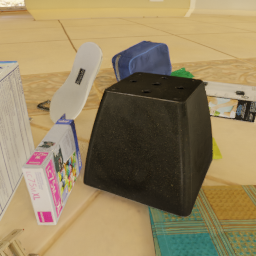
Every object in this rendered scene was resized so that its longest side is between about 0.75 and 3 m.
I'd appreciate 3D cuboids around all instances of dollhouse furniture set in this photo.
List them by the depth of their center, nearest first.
[{"bbox_3d":[-2.046,2.111,4.707,0.825,0.582,0.578,-17,14,38],"label":"dollhouse furniture set"}]

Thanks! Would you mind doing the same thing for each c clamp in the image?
[{"bbox_3d":[-2.762,-0.850,10.476,1.159,0.157,0.990,11,35,17],"label":"c clamp"}]

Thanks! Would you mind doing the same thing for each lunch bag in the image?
[{"bbox_3d":[0.604,-2.718,11.922,2.408,1.636,1.593,-31,35,-24],"label":"lunch bag"}]

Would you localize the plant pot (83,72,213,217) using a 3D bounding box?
[{"bbox_3d":[0.563,0.042,6.177,2.416,2.143,2.410,11,28,24],"label":"plant pot"}]

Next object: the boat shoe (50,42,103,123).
[{"bbox_3d":[-1.609,-1.395,9.145,1.009,2.847,0.994,26,10,4],"label":"boat shoe"}]

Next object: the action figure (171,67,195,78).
[{"bbox_3d":[1.895,-2.170,12.509,1.870,0.511,1.104,-18,34,-17],"label":"action figure"}]

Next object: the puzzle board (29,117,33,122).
[{"bbox_3d":[-4.362,-0.006,8.856,2.152,0.187,1.622,5,28,9],"label":"puzzle board"}]

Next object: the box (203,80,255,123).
[{"bbox_3d":[3.232,-1.054,10.120,2.661,0.800,1.552,10,30,17],"label":"box"}]

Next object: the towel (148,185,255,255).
[{"bbox_3d":[1.847,1.841,5.329,2.908,0.315,2.132,0,28,-3],"label":"towel"}]

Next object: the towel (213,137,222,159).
[{"bbox_3d":[1.327,0.557,7.821,2.351,0.212,1.012,1,32,1],"label":"towel"}]

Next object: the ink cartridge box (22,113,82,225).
[{"bbox_3d":[-1.490,0.753,6.148,0.489,1.390,2.329,-1,28,6],"label":"ink cartridge box"}]

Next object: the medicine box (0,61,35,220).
[{"bbox_3d":[-3.224,0.175,5.984,1.444,2.555,2.805,-1,28,-1],"label":"medicine box"}]
